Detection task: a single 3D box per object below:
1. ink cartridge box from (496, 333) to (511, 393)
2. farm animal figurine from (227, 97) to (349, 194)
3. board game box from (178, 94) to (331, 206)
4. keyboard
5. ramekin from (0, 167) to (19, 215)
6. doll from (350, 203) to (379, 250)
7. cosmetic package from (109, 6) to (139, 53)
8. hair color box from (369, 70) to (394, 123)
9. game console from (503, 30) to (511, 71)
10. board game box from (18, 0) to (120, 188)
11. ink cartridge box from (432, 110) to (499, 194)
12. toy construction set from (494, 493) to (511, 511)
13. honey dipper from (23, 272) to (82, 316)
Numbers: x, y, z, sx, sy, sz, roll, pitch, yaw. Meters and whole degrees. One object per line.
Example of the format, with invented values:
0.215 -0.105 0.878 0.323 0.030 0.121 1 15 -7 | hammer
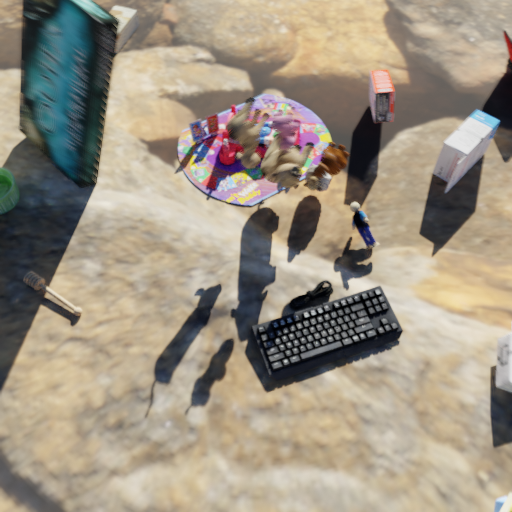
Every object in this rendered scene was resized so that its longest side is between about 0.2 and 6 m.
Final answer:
3.979 1.561 8.445 0.579 0.338 0.998 21 61 -8 | ink cartridge box
0.420 -1.639 9.541 2.028 2.006 1.058 27 88 -2 | farm animal figurine
0.001 -2.339 10.994 3.090 0.602 2.441 -29 61 -17 | board game box
1.070 1.028 8.960 2.255 0.289 1.354 -16 58 -11 | keyboard
-4.825 -1.166 10.311 0.890 0.435 0.890 0 56 0 | ramekin
1.839 -0.527 9.764 0.205 0.576 0.844 -25 91 -18 | doll
-3.266 -5.286 13.058 0.607 0.410 1.154 15 58 10 | cosmetic package
2.504 -3.212 11.218 0.385 0.638 1.257 -1 38 8 | hair color box
5.996 -4.025 11.913 1.351 0.930 1.567 -5 57 -3 | game console
-3.458 -3.106 9.994 2.157 3.189 0.449 40 42 22 | board game box
3.875 -1.966 10.585 0.497 0.864 1.491 38 64 22 | ink cartridge box
2.184 4.166 6.229 2.936 1.352 1.925 -24 83 -6 | toy construction set
-3.337 0.649 9.270 1.194 0.227 0.227 31 62 14 | honey dipper
